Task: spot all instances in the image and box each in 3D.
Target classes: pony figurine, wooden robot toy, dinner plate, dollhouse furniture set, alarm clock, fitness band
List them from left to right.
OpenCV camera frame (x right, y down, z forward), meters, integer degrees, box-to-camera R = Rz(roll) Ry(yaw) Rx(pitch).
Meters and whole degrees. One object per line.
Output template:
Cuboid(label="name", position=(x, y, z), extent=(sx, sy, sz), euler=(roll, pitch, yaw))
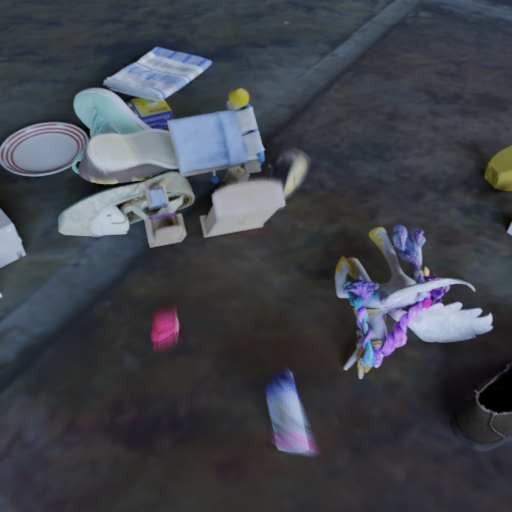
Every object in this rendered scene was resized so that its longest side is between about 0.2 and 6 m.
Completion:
Cuboid(label="dinner plate", position=(-4.963, -2.474, 13.171), extent=(2.048, 0.248, 2.048), euler=(0, 49, 0))
Cuboid(label="fitness band", position=(-1.548, 1.247, 9.515), extent=(0.477, 0.124, 0.664), euler=(-23, 14, 1))
Cuboid(label="dollhouse furniture set", position=(-0.997, -1.892, 10.689), extent=(2.649, 1.831, 2.806), euler=(-11, 82, -14))
Cuboid(label="wooden robot toy", position=(-0.913, -2.462, 12.743), extent=(2.358, 1.039, 1.070), euler=(35, 46, 27))
Cuboid(label="alarm clock", position=(0.724, -1.745, 11.911), extent=(0.520, 1.054, 1.563), euler=(32, 13, 19))
Cuboid(label="pony figurine", position=(2.459, 0.676, 9.490), extent=(2.436, 2.101, 2.523), euler=(-22, 47, 24))

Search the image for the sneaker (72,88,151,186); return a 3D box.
Cuboid(label="sneaker", position=(-3.666, -2.751, 12.745), extent=(3.099, 1.141, 1.828), euler=(37, 52, 26))

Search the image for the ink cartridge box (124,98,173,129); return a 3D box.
Cuboid(label="ink cartridge box", position=(-2.803, -3.587, 14.139), extent=(1.233, 0.293, 1.247), euler=(-19, 48, -19))

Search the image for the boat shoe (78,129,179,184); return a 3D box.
Cuboid(label="boat shoe", position=(-2.422, -2.012, 11.681), extent=(2.701, 0.804, 0.970), euler=(-17, 73, -48))

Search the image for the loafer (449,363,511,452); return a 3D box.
Cuboid(label="loafer", position=(4.276, 2.053, 8.603), extent=(2.759, 0.984, 1.007), euler=(-25, 53, -21))

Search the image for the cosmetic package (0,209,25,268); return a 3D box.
Cuboid(label="cosmetic package", position=(-5.352, -0.614, 11.054), extent=(0.779, 0.923, 1.729), euler=(-30, 53, -26))

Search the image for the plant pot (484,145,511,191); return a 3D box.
Cuboid(label="plant pot", position=(5.504, -1.881, 12.336), extent=(0.772, 0.750, 0.755), euler=(-19, 51, -9))

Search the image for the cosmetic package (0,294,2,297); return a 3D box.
Cuboid(label="cosmetic package", position=(-5.016, 0.557, 10.263), extent=(0.427, 0.517, 0.426), euler=(-28, 54, -23))

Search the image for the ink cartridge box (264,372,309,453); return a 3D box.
Cuboid(label="ink cartridge box", position=(0.419, 2.304, 8.274), extent=(0.233, 0.662, 1.109), euler=(-5, 79, -26))

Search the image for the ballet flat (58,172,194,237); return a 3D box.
Cuboid(label="ballet flat", position=(-2.562, -0.952, 11.361), extent=(2.842, 0.958, 0.886), euler=(-26, 60, -21))

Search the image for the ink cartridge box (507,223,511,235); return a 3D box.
Cuboid(label="ink cartridge box", position=(5.590, -0.813, 11.408), extent=(0.885, 0.646, 0.372), euler=(-35, 57, -27))

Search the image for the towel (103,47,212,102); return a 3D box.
Cuboid(label="towel", position=(-2.632, -4.975, 15.182), extent=(1.895, 0.307, 2.580), euler=(20, 46, 20))
